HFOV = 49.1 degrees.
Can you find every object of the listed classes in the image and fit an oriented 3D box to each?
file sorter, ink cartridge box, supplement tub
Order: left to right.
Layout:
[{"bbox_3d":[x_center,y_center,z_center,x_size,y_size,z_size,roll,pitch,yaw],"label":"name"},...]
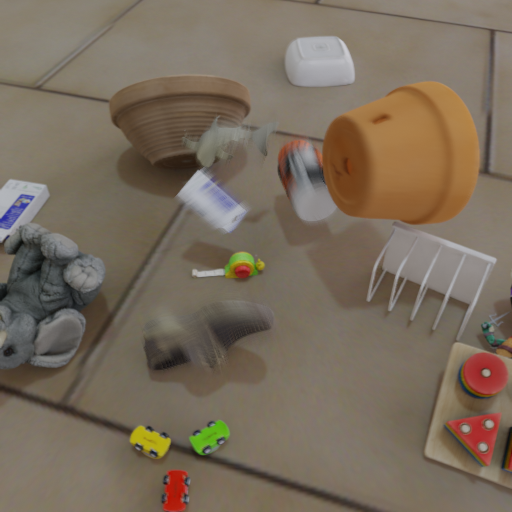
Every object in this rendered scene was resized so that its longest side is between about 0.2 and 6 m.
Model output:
[{"bbox_3d":[-5.366,-0.892,12.108,0.945,0.373,1.901,11,47,10],"label":"ink cartridge box"},{"bbox_3d":[-0.827,-0.988,10.581,1.220,0.239,0.607,41,64,-9],"label":"ink cartridge box"},{"bbox_3d":[1.037,-1.598,11.600,1.007,1.007,1.643,-10,47,-9],"label":"supplement tub"},{"bbox_3d":[3.088,0.492,10.196,1.877,1.303,1.169,24,54,20],"label":"file sorter"}]

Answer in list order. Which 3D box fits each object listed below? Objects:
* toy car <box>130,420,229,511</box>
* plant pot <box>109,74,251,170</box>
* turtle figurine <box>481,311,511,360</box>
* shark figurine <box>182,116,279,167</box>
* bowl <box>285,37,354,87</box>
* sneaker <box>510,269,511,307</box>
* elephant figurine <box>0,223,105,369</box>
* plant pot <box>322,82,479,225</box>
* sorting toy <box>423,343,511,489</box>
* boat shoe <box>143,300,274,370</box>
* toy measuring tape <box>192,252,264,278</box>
[{"bbox_3d":[-1.032,3.000,8.502,1.383,0.328,1.470,-25,52,-22],"label":"toy car"},{"bbox_3d":[-1.656,-2.842,12.733,3.181,3.181,1.468,-6,88,-5],"label":"plant pot"},{"bbox_3d":[4.244,1.575,9.475,1.488,1.114,0.749,-41,101,-18],"label":"turtle figurine"},{"bbox_3d":[-0.634,-2.474,11.263,1.978,1.182,0.825,-10,61,40],"label":"shark figurine"},{"bbox_3d":[1.848,-5.797,16.448,1.984,0.741,1.981,-4,46,-1],"label":"bowl"},{"bbox_3d":[5.668,1.092,9.983,2.567,0.892,1.277,14,74,-6],"label":"sneaker"},{"bbox_3d":[-3.916,1.036,9.422,2.035,2.231,2.876,6,66,54],"label":"elephant figurine"},{"bbox_3d":[2.260,-1.624,9.534,1.717,2.454,2.454,-12,48,-20],"label":"plant pot"},{"bbox_3d":[3.699,2.400,8.393,1.849,0.647,1.860,17,72,15],"label":"sorting toy"},{"bbox_3d":[-0.785,1.381,9.114,2.477,0.922,0.908,-18,61,30],"label":"boat shoe"},{"bbox_3d":[-0.553,0.185,11.013,1.440,0.530,0.530,-3,47,-3],"label":"toy measuring tape"}]
